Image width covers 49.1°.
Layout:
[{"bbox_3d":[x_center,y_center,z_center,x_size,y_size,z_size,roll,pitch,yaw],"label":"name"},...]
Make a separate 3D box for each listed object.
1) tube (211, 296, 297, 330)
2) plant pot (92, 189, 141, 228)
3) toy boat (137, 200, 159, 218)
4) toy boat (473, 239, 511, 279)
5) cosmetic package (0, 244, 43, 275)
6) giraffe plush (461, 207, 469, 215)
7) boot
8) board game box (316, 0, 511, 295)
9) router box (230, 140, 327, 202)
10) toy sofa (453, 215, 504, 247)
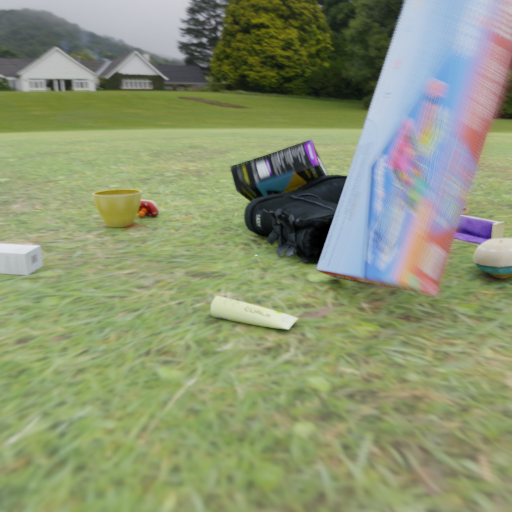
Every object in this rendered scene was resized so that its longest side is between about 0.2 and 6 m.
[{"bbox_3d":[-0.044,0.848,8.132,1.232,0.320,0.357,11,58,19],"label":"tube"},{"bbox_3d":[-3.425,-1.170,13.928,1.178,0.836,1.178,-1,14,0],"label":"plant pot"},{"bbox_3d":[-2.970,-1.193,14.908,0.751,0.490,0.491,6,48,21],"label":"toy boat"},{"bbox_3d":[4.764,0.120,10.017,1.651,0.767,1.388,1,10,30],"label":"toy boat"},{"bbox_3d":[-4.653,0.048,10.515,1.061,0.450,0.571,2,18,10],"label":"cosmetic package"},{"bbox_3d":[4.904,-1.743,15.130,1.761,1.874,2.171,4,-22,-21],"label":"giraffe plush"},{"bbox_3d":[1.612,-0.874,12.272,3.373,1.248,2.764,-15,20,-25],"label":"boot"},{"bbox_3d":[2.616,-2.277,8.803,0.552,5.675,2.921,20,-4,-16],"label":"board game box"},{"bbox_3d":[0.708,-1.952,14.196,2.049,0.702,2.748,-17,-9,12],"label":"router box"},{"bbox_3d":[4.811,-0.586,12.533,0.623,0.529,1.276,-11,19,-35],"label":"toy sofa"}]
